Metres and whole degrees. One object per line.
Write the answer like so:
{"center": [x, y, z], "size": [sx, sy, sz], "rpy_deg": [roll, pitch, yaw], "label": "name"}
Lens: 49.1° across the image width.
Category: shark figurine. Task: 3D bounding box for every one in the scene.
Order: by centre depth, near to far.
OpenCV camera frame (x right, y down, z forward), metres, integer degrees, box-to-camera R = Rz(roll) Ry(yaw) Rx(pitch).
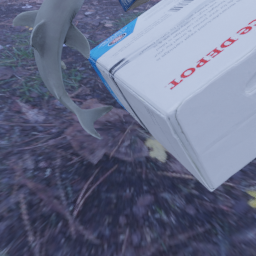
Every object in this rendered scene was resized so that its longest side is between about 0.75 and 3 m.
{"center": [-0.879, -0.827, 3.361], "size": [1.172, 1.961, 0.818], "rpy_deg": [-5, 12, 5], "label": "shark figurine"}

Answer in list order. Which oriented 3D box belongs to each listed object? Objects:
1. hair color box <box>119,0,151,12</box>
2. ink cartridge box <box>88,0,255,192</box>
{"center": [0.572, -3.592, 6.546], "size": [1.037, 0.628, 2.074], "rpy_deg": [-35, 11, -22], "label": "hair color box"}
{"center": [0.836, -0.836, 3.614], "size": [1.997, 1.171, 2.728], "rpy_deg": [-36, 34, -3], "label": "ink cartridge box"}
